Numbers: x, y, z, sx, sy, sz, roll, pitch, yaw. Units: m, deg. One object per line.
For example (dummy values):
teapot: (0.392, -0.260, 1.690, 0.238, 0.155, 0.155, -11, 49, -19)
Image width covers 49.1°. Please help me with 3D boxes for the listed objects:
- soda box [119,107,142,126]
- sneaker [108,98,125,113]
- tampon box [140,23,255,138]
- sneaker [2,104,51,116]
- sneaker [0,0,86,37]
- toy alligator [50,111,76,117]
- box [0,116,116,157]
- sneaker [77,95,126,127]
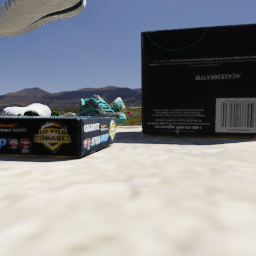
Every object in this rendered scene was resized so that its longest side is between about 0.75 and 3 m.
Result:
soda box: (0.103, -0.470, 11.426, 0.745, 0.704, 2.201, -1, 3, -7)
sneaker: (-0.361, -0.747, 13.163, 0.832, 0.931, 2.330, -41, -7, 0)
tampon box: (1.521, -0.759, 5.627, 2.052, 1.728, 2.738, 1, 2, 16)
sneaker: (-3.294, -0.359, 9.734, 0.795, 0.820, 2.246, 15, 13, 17)
sneaker: (-2.711, -3.561, 7.849, 2.945, 1.125, 1.185, -22, -23, 1)
toy alligator: (-3.853, -0.482, 13.039, 2.767, 0.665, 0.917, 5, 1, -13)
box: (-0.974, 0.048, 2.945, 1.492, 0.343, 1.186, 0, 2, 12)
sneaker: (-0.974, -0.553, 9.062, 0.901, 1.059, 2.322, -3, 4, -44)
